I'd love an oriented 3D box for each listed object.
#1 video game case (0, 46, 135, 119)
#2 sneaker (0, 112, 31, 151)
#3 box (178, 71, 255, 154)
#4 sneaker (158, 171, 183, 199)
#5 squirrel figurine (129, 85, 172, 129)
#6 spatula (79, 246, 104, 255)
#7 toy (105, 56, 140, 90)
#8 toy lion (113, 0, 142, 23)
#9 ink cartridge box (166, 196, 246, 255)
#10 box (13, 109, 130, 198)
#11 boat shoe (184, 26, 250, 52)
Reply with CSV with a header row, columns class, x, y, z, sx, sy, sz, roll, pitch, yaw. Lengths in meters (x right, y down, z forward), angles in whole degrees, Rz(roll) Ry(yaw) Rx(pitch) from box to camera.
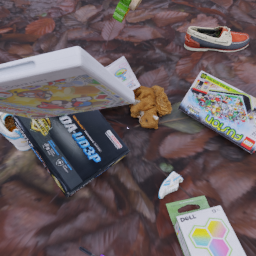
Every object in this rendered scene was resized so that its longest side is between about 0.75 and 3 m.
class,x,y,z,sx,sy,sz,roll,pitch,yaw
video game case,-1.522,-0.660,5.519,2.696,2.962,0.339,-8,83,15
sneaker,-3.721,-0.257,8.504,2.313,0.934,0.885,28,55,21
box,2.994,-0.517,8.506,2.616,0.454,1.440,35,100,27
sneaker,1.112,1.536,7.372,0.357,0.338,0.884,30,57,25
squirrel figurine,0.758,-0.646,8.869,1.404,0.994,1.310,-18,58,-11
spatula,-0.787,2.900,6.361,0.786,0.081,0.222,19,58,20
toy,-0.428,-1.482,9.616,1.463,0.600,2.540,-29,33,6
toy lion,0.279,-4.402,8.468,0.836,2.435,2.334,30,12,-8
ink cartridge box,1.757,2.461,6.373,1.121,0.640,2.158,-11,50,-9
box,-1.543,0.253,7.720,2.063,0.597,2.596,-33,79,-26
boat shoe,3.723,-3.746,11.560,2.764,0.865,0.984,-1,48,-2
